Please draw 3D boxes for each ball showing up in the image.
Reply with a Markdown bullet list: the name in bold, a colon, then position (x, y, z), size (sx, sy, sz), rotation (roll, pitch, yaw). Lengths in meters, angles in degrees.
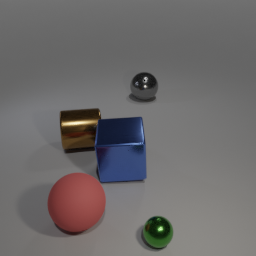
- **ball**: position (-1.244, 1.799, 6.855), size (1.400, 1.400, 1.400), rotation (0, 29, 0)
- **ball**: position (0.700, 2.394, 6.480), size (0.700, 0.700, 0.700), rotation (0, 29, 0)
- **ball**: position (0.806, -2.068, 13.911), size (1.400, 1.400, 1.400), rotation (0, 29, 0)

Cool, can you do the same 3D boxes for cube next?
- **cube**: position (-0.191, 0.632, 8.524), size (1.400, 1.400, 1.400), rotation (-4, 35, 1)

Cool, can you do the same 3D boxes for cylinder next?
- **cylinder**: position (-1.674, 0.025, 10.040), size (1.400, 1.400, 1.400), rotation (-5, 29, -10)
